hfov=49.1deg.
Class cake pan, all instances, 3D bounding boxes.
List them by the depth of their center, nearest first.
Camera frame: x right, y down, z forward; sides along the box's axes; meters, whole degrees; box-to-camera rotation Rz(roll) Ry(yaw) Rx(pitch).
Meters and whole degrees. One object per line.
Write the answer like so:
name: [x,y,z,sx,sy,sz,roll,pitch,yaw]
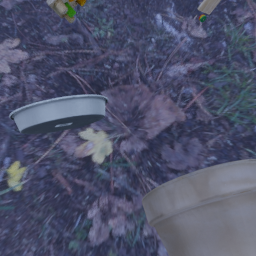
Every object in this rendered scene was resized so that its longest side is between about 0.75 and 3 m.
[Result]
cake pan: [-1.103,-0.190,4.705,1.630,1.630,0.299,-12,85,-5]

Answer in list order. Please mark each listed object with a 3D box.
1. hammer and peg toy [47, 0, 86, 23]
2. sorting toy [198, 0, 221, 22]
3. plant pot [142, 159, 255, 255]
hammer and peg toy: [-1.011,-2.652,5.279,1.170,1.591,0.561,-41,98,4]
sorting toy: [2.159,-3.372,7.373,0.561,1.164,0.197,-5,55,-43]
plant pot: [1.361,1.610,3.941,2.008,2.008,1.742,-11,63,-5]
